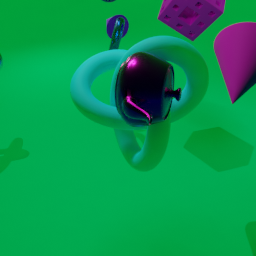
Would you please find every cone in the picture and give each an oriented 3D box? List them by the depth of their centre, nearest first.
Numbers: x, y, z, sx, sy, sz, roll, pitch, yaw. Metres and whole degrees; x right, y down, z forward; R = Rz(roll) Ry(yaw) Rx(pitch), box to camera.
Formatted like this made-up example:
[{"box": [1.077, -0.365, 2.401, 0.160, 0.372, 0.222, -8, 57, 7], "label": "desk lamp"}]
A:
[{"box": [1.893, -0.892, 4.702, 1.187, 1.187, 1.191, 15, 67, 20], "label": "cone"}, {"box": [-0.602, -3.970, 10.653, 0.944, 0.944, 0.948, -18, 44, -24], "label": "cone"}]

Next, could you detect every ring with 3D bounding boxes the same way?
[{"box": [-0.330, -2.443, 7.691, 0.231, 1.154, 1.154, 14, 34, -9], "label": "ring"}]

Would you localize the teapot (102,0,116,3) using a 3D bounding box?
[{"box": [-0.621, -4.432, 8.544, 1.669, 1.037, 0.817, -30, 42, -23], "label": "teapot"}]

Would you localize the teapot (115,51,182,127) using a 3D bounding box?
[{"box": [0.224, -0.354, 2.823, 0.609, 0.773, 1.243, 9, 32, 18], "label": "teapot"}]

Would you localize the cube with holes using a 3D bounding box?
[{"box": [1.716, -3.370, 7.453, 1.208, 1.208, 1.208, 26, 61, -16], "label": "cube with holes"}]

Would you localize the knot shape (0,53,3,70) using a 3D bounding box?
[{"box": [-4.082, -2.047, 7.222, 1.452, 0.717, 1.552, 10, 59, -45], "label": "knot shape"}]

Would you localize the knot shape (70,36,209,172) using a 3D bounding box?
[{"box": [0.129, -0.251, 3.652, 1.763, 1.650, 0.815, 1, 7, 24], "label": "knot shape"}]
